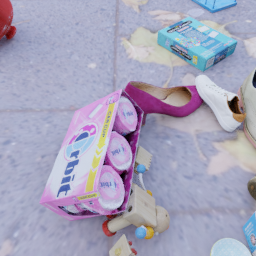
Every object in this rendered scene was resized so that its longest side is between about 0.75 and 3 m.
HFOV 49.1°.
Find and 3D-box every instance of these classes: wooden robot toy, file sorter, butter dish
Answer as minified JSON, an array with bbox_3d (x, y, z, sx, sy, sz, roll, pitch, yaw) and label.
[{"bbox_3d":[0.287,1.712,5.743,1.196,1.161,2.635,36,34,-24],"label":"wooden robot toy"},{"bbox_3d":[3.625,-6.160,12.123,1.425,1.260,2.054,-25,54,-19],"label":"file sorter"},{"bbox_3d":[-4.835,-3.808,9.853,2.475,1.834,2.482,-40,50,22],"label":"butter dish"}]

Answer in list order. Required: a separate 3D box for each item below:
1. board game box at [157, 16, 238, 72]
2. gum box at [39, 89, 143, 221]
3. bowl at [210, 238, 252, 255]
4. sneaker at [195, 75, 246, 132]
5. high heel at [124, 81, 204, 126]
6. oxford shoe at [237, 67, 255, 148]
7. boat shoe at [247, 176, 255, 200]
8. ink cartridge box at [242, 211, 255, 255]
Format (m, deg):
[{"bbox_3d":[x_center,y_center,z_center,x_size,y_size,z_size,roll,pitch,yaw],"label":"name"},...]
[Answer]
[{"bbox_3d":[2.399,-3.029,9.907,1.671,0.519,2.213,-32,56,-24],"label":"board game box"},{"bbox_3d":[-0.695,0.602,6.053,1.549,0.903,2.730,-21,40,33],"label":"gum box"},{"bbox_3d":[1.890,2.502,5.238,0.757,0.407,0.757,0,50,0],"label":"bowl"},{"bbox_3d":[2.577,-0.873,7.655,0.681,0.792,1.870,-10,60,-35],"label":"sneaker"},{"bbox_3d":[1.139,-0.929,7.480,2.874,1.382,0.969,-24,54,-25],"label":"high heel"},{"bbox_3d":[3.608,-0.442,7.319,1.033,1.077,2.918,-3,49,-3],"label":"oxford shoe"},{"bbox_3d":[3.693,1.618,5.709,0.795,0.847,2.353,-37,56,-25],"label":"boat shoe"},{"bbox_3d":[2.971,2.560,4.402,0.936,1.588,2.758,-5,50,-4],"label":"ink cartridge box"}]
